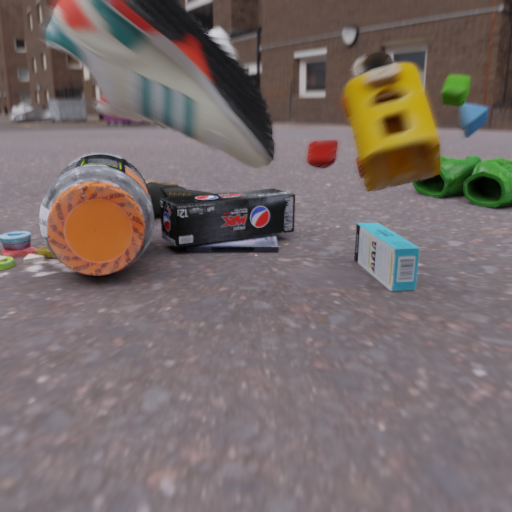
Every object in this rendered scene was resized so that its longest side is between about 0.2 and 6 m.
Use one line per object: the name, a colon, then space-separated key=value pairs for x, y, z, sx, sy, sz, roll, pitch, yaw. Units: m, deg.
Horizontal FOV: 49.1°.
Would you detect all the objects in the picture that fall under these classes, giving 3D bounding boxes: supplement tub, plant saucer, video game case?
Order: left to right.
plant saucer: x=-3.815 y=-0.078 z=10.735 sx=0.602 sy=0.146 sz=0.602 roll=5 pitch=12 yaw=8
supplement tub: x=-2.834 y=-0.797 z=10.158 sx=1.891 sy=1.891 sz=3.087 roll=-3 pitch=16 yaw=-12
video game case: x=-0.474 y=-0.303 z=11.571 sx=1.810 sy=0.172 sz=1.293 roll=-1 pitch=16 yaw=-1

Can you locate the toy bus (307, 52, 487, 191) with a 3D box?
toy bus: x=1.829 y=-2.116 z=7.877 sx=2.329 sy=2.197 sz=1.203 roll=32 pitch=-11 yaw=27

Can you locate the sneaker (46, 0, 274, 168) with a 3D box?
sneaker: x=-1.182 y=-2.202 z=7.390 sx=1.560 sy=3.338 sz=1.175 roll=-27 pitch=42 yaw=30

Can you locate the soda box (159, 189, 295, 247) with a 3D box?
soda box: x=-0.564 y=-0.830 z=11.539 sx=2.692 sy=0.853 sz=0.953 roll=-8 pitch=17 yaw=-27

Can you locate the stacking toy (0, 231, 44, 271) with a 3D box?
stacking toy: x=-4.714 y=-0.182 z=10.431 sx=1.218 sy=0.568 sz=1.345 roll=15 pitch=22 yaw=42

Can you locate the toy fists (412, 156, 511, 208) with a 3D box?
toy fists: x=6.434 y=-2.261 z=16.400 sx=1.819 sy=1.227 sz=3.568 roll=-10 pitch=18 yaw=-31

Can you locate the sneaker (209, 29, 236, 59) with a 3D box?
sneaker: x=-1.276 y=-3.689 z=11.907 sx=1.273 sy=1.230 sz=3.050 roll=-19 pitch=-12 yaw=-12

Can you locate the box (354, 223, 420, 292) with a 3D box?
box: x=2.190 y=-0.021 z=9.596 sx=0.438 sy=0.733 sz=1.782 roll=-2 pitch=17 yaw=-9

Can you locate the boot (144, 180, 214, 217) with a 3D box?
boot: x=-1.907 y=-1.365 z=13.975 sx=1.723 sy=0.965 sz=2.491 roll=11 pitch=20 yaw=17
